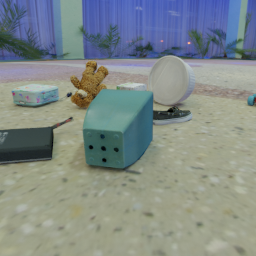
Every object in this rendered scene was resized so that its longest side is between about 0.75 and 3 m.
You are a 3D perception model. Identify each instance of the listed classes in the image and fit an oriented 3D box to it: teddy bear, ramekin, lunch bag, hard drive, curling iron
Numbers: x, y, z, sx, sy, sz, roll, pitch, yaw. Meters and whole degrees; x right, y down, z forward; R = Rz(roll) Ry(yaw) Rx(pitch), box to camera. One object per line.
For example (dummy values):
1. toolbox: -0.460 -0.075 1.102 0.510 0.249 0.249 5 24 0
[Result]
1. teddy bear: -1.900 -2.204 13.765 2.482 1.799 0.829 -48 8 -18
2. ramekin: 2.326 -2.415 14.531 2.505 2.505 1.167 15 12 40
3. lunch bag: -4.800 -1.728 14.726 1.814 0.872 2.262 10 20 20
4. hard drive: -3.706 0.501 8.453 2.817 0.463 1.966 -4 18 -12
5. curling iron: -2.520 -0.079 10.058 1.279 0.163 0.317 -27 -2 -13

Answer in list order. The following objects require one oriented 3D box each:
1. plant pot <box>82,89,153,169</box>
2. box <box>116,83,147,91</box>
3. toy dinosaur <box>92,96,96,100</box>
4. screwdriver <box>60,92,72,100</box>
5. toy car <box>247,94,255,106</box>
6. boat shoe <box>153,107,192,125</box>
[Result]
1. plant pot: -0.302 0.057 8.084 1.702 1.701 2.409 4 25 13
2. box: 0.222 -2.256 16.628 1.279 0.701 1.450 11 21 30
3. toy dinosaur: -1.620 -1.792 15.060 1.431 0.814 2.694 -8 20 -27
4. screwdriver: -3.578 -1.831 16.031 0.252 0.242 1.732 31 19 3
5. toy car: 6.995 -1.897 14.060 1.476 1.602 1.417 14 22 38
6. boat shoe: 1.858 -0.558 11.549 2.072 0.586 0.711 -11 21 -31
